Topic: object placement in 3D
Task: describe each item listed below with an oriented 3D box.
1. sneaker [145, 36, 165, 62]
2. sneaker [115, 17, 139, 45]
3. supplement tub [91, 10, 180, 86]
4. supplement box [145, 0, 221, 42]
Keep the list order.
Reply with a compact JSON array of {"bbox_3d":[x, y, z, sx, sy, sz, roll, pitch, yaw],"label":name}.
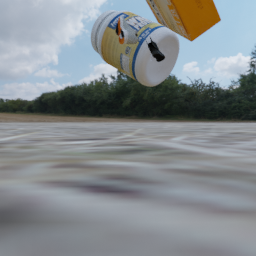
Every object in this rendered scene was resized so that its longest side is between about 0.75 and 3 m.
[{"bbox_3d":[0.732,-2.095,7.514,0.264,0.458,0.878,-26,-10,20],"label":"sneaker"},{"bbox_3d":[-0.012,-2.209,6.459,0.442,0.960,0.364,5,-41,-20],"label":"sneaker"},{"bbox_3d":[0.207,-3.082,10.514,2.952,2.135,2.135,36,22,31],"label":"supplement tub"},{"bbox_3d":[1.012,-2.936,6.297,0.795,1.363,2.162,-35,32,7],"label":"supplement box"}]
